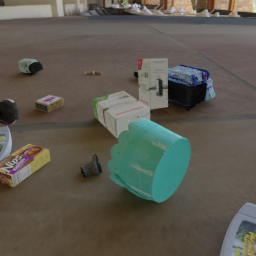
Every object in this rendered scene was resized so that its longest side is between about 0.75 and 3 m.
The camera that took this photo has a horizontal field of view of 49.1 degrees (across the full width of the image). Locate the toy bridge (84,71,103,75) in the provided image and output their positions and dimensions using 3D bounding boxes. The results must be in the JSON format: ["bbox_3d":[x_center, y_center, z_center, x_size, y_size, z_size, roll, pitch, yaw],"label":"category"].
[{"bbox_3d":[-2.050,-3.269,16.574,1.111,0.151,0.373,1,25,3],"label":"toy bridge"}]

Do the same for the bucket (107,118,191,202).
[{"bbox_3d":[0.593,0.820,6.982,1.270,1.952,1.952,24,36,35],"label":"bucket"}]

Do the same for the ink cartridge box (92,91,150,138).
[{"bbox_3d":[-0.283,-0.570,10.586,1.466,0.846,2.007,-18,34,-22],"label":"ink cartridge box"}]

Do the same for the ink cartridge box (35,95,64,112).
[{"bbox_3d":[-3.403,-1.072,12.147,0.796,0.363,0.966,16,33,25],"label":"ink cartridge box"}]

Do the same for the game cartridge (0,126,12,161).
[{"bbox_3d":[-4.375,0.638,8.643,1.405,0.432,2.111,-2,34,-13],"label":"game cartridge"}]

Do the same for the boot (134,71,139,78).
[{"bbox_3d":[1.012,-2.982,15.728,0.915,0.437,1.212,-17,33,-34],"label":"boot"}]

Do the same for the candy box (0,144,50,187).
[{"bbox_3d":[-3.069,1.034,8.071,0.853,0.413,1.461,13,29,25],"label":"candy box"}]

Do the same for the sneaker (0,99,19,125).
[{"bbox_3d":[-5.027,-0.463,9.929,2.428,0.919,1.402,0,10,39],"label":"sneaker"}]

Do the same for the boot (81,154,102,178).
[{"bbox_3d":[-1.118,1.078,8.140,0.573,0.304,0.870,-14,26,-14],"label":"boot"}]

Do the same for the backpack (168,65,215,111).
[{"bbox_3d":[2.793,-1.957,12.566,2.340,1.574,2.136,-19,33,-35],"label":"backpack"}]

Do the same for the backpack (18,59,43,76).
[{"bbox_3d":[-5.852,-3.648,16.603,1.268,0.803,1.058,12,32,25],"label":"backpack"}]

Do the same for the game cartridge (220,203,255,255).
[{"bbox_3d":[2.685,2.526,5.149,1.854,0.569,2.785,10,29,26],"label":"game cartridge"}]

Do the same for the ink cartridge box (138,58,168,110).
[{"bbox_3d":[1.021,-1.866,11.668,0.828,1.978,1.427,-6,14,-15],"label":"ink cartridge box"}]
